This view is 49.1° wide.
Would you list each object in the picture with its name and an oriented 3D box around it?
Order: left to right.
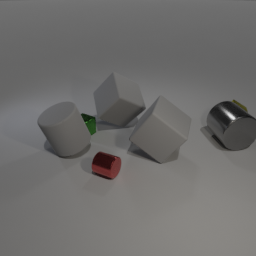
[{"bbox_3d":[-2.181,0.032,9.717,1.400,1.400,1.400,-14,36,10],"label":"cylinder"},{"bbox_3d":[-1.754,-0.087,11.128,0.700,0.700,0.700,18,33,29],"label":"cube"},{"bbox_3d":[-0.670,1.157,8.817,0.700,0.700,0.700,14,31,24],"label":"cylinder"},{"bbox_3d":[-0.365,-1.107,11.268,1.400,1.400,1.400,19,44,-39],"label":"cube"},{"bbox_3d":[1.120,0.032,9.516,1.400,1.400,1.400,37,35,-6],"label":"cube"},{"bbox_3d":[3.857,-0.107,10.410,1.400,1.400,1.400,-5,29,-10],"label":"cylinder"},{"bbox_3d":[4.545,-0.636,11.841,0.700,0.700,0.700,30,34,-7],"label":"cube"}]
